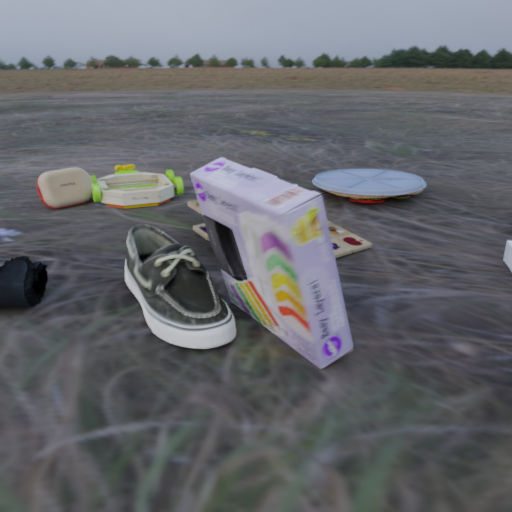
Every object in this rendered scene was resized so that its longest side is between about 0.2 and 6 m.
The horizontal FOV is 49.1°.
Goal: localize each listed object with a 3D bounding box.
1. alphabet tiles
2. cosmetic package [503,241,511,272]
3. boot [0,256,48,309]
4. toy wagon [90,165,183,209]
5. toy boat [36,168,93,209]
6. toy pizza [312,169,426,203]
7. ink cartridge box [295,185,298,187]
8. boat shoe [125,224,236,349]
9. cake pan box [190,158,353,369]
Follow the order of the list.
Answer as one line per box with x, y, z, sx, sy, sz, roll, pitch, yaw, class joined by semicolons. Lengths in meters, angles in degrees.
0.163;-0.539;10.186;2.510;0.113;3.003;-15;33;-36;alphabet tiles
4.789;0.163;8.608;1.574;0.407;1.187;3;23;8;cosmetic package
-3.693;0.484;7.274;1.546;0.703;1.840;-4;14;1;boot
-2.947;-1.718;13.477;2.028;0.517;2.613;-7;21;-19;toy wagon
-4.351;-1.474;12.683;1.292;0.843;0.845;-18;-2;-40;toy boat
2.684;-1.661;13.445;2.671;0.423;2.671;0;19;0;toy pizza
0.634;-1.615;13.674;0.734;0.174;0.588;4;21;6;ink cartridge box
-1.154;0.312;7.440;0.964;0.868;2.727;-14;28;-29;boat shoe
0.129;-0.001;6.656;0.577;2.031;2.206;-27;32;-22;cake pan box
